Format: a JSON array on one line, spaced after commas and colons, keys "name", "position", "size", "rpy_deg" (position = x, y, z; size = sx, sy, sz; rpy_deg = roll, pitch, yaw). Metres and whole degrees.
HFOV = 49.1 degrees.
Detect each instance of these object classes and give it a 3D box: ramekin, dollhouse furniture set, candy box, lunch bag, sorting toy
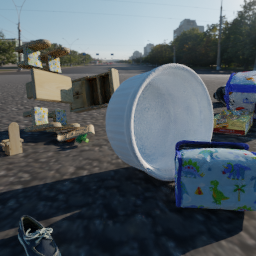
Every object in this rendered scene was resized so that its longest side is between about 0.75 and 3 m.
[{"name": "ramekin", "position": [0.581, -0.115, 5.355], "size": [2.083, 2.083, 1.015], "rpy_deg": [-9, 9, -35]}, {"name": "dollhouse furniture set", "position": [-3.640, 0.140, 6.599], "size": [1.831, 0.894, 1.562], "rpy_deg": [13, 18, 42]}, {"name": "dollhouse furniture set", "position": [-1.607, -1.160, 8.207], "size": [1.759, 2.321, 2.648], "rpy_deg": [-9, -4, 26]}, {"name": "candy box", "position": [3.377, -0.217, 8.968], "size": [0.988, 0.473, 1.712], "rpy_deg": [8, 15, 29]}, {"name": "lunch bag", "position": [1.362, 0.677, 4.485], "size": [1.229, 0.921, 1.445], "rpy_deg": [2, 4, 9]}, {"name": "lunch bag", "position": [5.080, -1.247, 10.363], "size": [2.548, 1.856, 2.998], "rpy_deg": [5, 4, 27]}, {"name": "sorting toy", "position": [-1.410, 0.216, 7.635], "size": [1.001, 0.199, 1.354], "rpy_deg": [-12, 14, -6]}]

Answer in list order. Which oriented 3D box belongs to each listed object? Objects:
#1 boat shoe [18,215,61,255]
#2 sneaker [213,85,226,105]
[{"name": "boat shoe", "position": [-1.037, 1.269, 3.228], "size": [0.317, 0.261, 0.846], "rpy_deg": [-10, 17, -35]}, {"name": "sneaker", "position": [4.799, -1.609, 14.169], "size": [2.577, 0.967, 1.488], "rpy_deg": [2, 4, -41]}]
